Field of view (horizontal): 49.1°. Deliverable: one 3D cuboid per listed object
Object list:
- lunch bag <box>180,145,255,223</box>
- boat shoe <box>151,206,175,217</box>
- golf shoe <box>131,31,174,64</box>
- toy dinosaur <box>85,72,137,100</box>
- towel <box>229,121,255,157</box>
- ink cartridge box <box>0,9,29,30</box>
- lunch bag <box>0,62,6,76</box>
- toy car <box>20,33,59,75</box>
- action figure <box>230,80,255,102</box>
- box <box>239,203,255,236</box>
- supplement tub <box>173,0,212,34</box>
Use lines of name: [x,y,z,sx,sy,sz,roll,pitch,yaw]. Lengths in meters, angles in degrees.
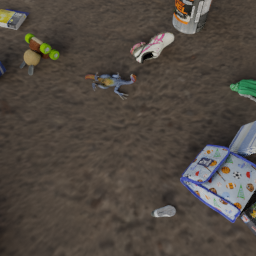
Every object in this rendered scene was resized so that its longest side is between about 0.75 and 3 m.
lunch bag: [2.712,1.474,8.213,1.877,1.163,1.596,33,63,27]
boat shoe: [1.006,2.385,8.025,0.842,0.299,0.303,10,72,-39]
golf shoe: [1.118,-3.231,11.430,1.921,0.697,0.884,-28,66,-6]
toy dinosaur: [-0.535,-1.876,10.558,1.562,0.904,1.722,-12,44,-31]
towel: [4.001,0.230,8.504,0.258,2.169,1.593,44,63,-6]
ink cartridge box: [-5.353,-5.067,12.781,1.219,0.290,1.234,13,61,8]
lunch bag: [-5.369,-2.377,10.814,1.128,0.767,0.746,23,60,16]
toy car: [-3.689,-2.813,11.167,1.156,1.110,1.407,35,93,24]
action figure: [4.848,-1.336,10.284,2.124,0.581,1.255,17,61,18]
box: [4.529,2.922,7.713,1.601,0.442,2.344,-29,63,-17]
supplement tub: [2.730,-5.313,11.661,1.476,2.409,1.476,0,58,0]
